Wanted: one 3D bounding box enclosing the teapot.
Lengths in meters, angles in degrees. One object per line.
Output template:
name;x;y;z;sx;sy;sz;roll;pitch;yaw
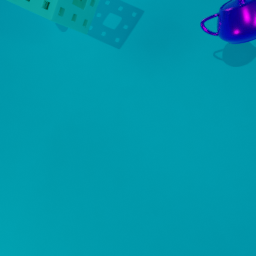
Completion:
teapot;1.861;-1.793;4.349;1.468;0.913;0.719;-12;121;28

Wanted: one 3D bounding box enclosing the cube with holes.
cube with holes;-1.404;-2.801;5.501;1.275;1.275;1.275;29;106;16
